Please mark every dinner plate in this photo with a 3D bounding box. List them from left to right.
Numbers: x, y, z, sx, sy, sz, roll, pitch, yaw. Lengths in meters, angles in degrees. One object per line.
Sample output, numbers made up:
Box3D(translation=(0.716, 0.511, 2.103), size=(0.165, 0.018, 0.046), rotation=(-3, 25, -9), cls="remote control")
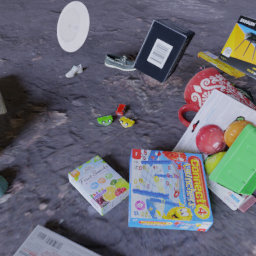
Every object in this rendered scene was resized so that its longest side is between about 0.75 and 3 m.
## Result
Box3D(translation=(-2.033, -3.615, 9.970), size=(1.762, 1.762, 0.214), rotation=(33, 22, 32), cls="dinner plate")

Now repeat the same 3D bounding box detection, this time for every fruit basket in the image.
Box3D(translation=(2.834, 0.514, 8.187), size=(1.294, 2.558, 2.761), rotation=(21, 16, -37), cls="fruit basket")

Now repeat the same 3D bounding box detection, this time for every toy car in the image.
Box3D(translation=(-0.520, -0.344, 10.555), size=(1.273, 0.302, 1.353), rotation=(-13, 42, -14), cls="toy car")

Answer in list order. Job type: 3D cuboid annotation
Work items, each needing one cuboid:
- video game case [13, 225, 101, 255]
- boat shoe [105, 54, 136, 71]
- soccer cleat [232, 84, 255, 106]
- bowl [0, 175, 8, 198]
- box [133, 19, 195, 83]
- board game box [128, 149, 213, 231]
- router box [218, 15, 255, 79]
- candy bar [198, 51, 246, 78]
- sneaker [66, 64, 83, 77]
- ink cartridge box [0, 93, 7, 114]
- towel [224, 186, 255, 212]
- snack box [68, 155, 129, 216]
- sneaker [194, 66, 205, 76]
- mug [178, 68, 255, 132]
Box3D(translation=(-1.680, 3.514, 6.068), size=(2.434, 0.268, 2.216), rotation=(18, 44, 19), cls="video game case")
Box3D(translation=(-0.305, -3.255, 13.753), size=(1.793, 0.554, 0.653), rotation=(13, 42, 15), cls="boat shoe")
Box3D(translation=(4.543, -1.030, 10.926), size=(1.114, 0.928, 2.748), rotation=(-8, 39, -17), cls="soccer cleat")
Box3D(translation=(-4.064, 1.624, 8.083), size=(0.999, 0.523, 0.999), rotation=(-1, 41, 1), cls="bowl")
Box3D(translation=(1.249, -2.615, 9.283), size=(1.142, 1.583, 2.133), rotation=(30, 27, 7), cls="box")
Box3D(translation=(1.072, 1.628, 7.623), size=(2.052, 0.586, 2.096), rotation=(4, 50, -4), cls="board game box")
Box3D(translation=(2.737, -1.678, 5.973), size=(0.366, 1.068, 1.432), rotation=(7, 28, -32), cls="router box")
Box3D(translation=(4.550, -3.191, 13.869), size=(0.702, 0.312, 2.814), rotation=(-17, 43, -25), cls="candy bar")
Box3D(translation=(-2.570, -2.728, 13.244), size=(0.357, 0.420, 0.949), rotation=(31, 50, 29), cls="sneaker")
Box3D(translation=(-6.137, -1.320, 11.132), size=(1.759, 1.013, 2.411), rotation=(-24, 46, -25), cls="ink cartridge box")
Box3D(translation=(3.132, 1.950, 8.032), size=(0.634, 0.100, 0.881), rotation=(-27, 46, -25), cls="towel")
Box3D(translation=(-0.825, 1.617, 8.149), size=(1.117, 0.416, 1.570), rotation=(-30, 51, -32), cls="snack box")
Box3D(translation=(3.384, -2.703, 13.279), size=(0.286, 0.334, 0.814), rotation=(25, 47, 27), cls="sneaker")
Box3D(translation=(3.293, -0.608, 10.240), size=(1.681, 2.236, 2.519), rotation=(15, 30, -44), cls="mug")
